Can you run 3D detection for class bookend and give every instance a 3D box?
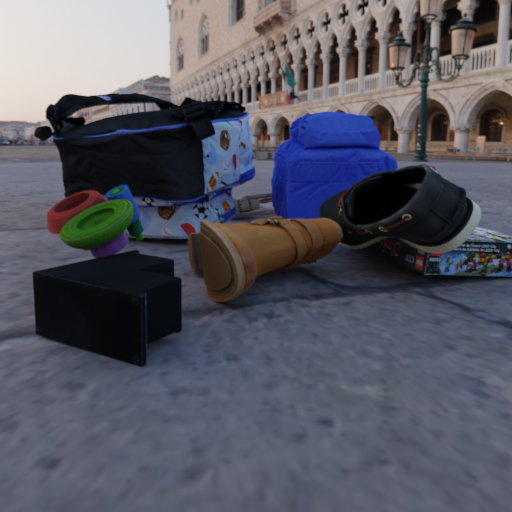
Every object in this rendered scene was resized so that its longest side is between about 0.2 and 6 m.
[{"bbox_3d":[-1.243,0.455,5.851,1.464,0.679,1.474,8,14,30],"label":"bookend"}]

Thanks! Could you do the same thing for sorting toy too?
[{"bbox_3d":[-1.933,-0.321,7.052,1.068,0.730,1.778,-33,31,-20],"label":"sorting toy"}]

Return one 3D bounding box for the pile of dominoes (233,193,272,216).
[{"bbox_3d":[0.235,-1.324,14.485,2.558,0.407,1.994,-10,1,-30],"label":"pile of dominoes"}]

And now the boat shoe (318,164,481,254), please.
[{"bbox_3d":[1.759,-0.746,8.158,1.006,1.174,3.210,35,-8,-20],"label":"boat shoe"}]

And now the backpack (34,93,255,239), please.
[{"bbox_3d":[-1.713,-1.944,11.528,3.839,2.958,3.657,8,28,25],"label":"backpack"}]

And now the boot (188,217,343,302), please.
[{"bbox_3d":[0.241,-0.048,7.626,2.061,1.018,2.655,-7,1,-13],"label":"boot"}]

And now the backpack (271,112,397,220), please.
[{"bbox_3d":[1.602,-1.774,12.045,2.442,2.522,3.005,5,11,-5],"label":"backpack"}]

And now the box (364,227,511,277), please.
[{"bbox_3d":[2.862,-0.240,9.108,1.915,0.528,2.803,2,11,-16],"label":"box"}]
